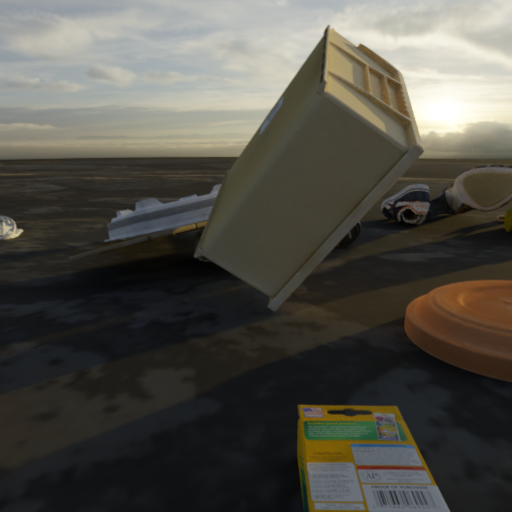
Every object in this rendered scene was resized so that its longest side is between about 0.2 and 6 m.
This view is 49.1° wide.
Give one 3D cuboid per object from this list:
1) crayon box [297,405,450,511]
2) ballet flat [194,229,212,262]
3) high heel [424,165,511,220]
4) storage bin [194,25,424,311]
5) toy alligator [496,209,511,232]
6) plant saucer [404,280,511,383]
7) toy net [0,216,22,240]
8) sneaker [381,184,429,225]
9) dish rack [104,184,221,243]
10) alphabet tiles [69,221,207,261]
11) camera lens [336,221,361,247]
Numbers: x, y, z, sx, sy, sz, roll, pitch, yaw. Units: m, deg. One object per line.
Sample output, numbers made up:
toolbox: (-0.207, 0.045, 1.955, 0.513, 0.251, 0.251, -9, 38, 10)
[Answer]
crayon box: (0.593, 1.224, 3.180, 0.677, 0.278, 1.077, 0, 13, 1)
ballet flat: (-0.632, -0.095, 8.684, 0.536, 0.536, 1.544, -11, 14, -40)
high heel: (5.298, -1.574, 12.855, 2.029, 1.016, 2.847, -18, -1, -41)
storage bin: (0.562, -1.135, 6.624, 1.159, 2.473, 2.455, 31, 34, -12)
toy alligator: (5.636, -0.902, 11.623, 0.870, 0.796, 2.934, 1, 12, 3)
plant saucer: (2.730, 0.651, 5.553, 2.423, 0.391, 2.423, 1, 13, 0)
toy net: (-5.151, -0.446, 10.325, 1.279, 0.471, 2.438, 5, 13, 20)
sneaker: (3.302, -1.000, 12.583, 0.698, 0.707, 1.780, 3, -13, -8)
dish rack: (-1.492, -0.756, 9.925, 2.241, 0.568, 2.611, -16, 6, -25)
alphabet tiles: (-1.315, -0.320, 8.419, 2.215, 0.084, 2.662, -12, 4, 41)
camera lens: (1.482, -0.563, 10.164, 0.598, 0.598, 0.748, -7, 35, -29)
